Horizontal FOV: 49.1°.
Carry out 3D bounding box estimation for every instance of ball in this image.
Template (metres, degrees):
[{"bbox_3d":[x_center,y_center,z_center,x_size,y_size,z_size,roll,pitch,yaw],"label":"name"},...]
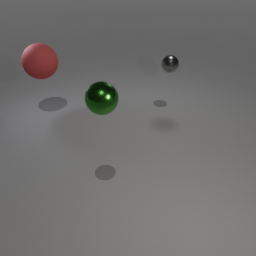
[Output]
[{"bbox_3d":[1.701,-2.578,11.285,0.700,0.700,0.700,0,31,0],"label":"ball"},{"bbox_3d":[-0.543,-0.612,5.788,0.700,0.700,0.700,0,31,0],"label":"ball"},{"bbox_3d":[-3.486,-2.641,11.119,1.400,1.400,1.400,0,31,0],"label":"ball"}]
